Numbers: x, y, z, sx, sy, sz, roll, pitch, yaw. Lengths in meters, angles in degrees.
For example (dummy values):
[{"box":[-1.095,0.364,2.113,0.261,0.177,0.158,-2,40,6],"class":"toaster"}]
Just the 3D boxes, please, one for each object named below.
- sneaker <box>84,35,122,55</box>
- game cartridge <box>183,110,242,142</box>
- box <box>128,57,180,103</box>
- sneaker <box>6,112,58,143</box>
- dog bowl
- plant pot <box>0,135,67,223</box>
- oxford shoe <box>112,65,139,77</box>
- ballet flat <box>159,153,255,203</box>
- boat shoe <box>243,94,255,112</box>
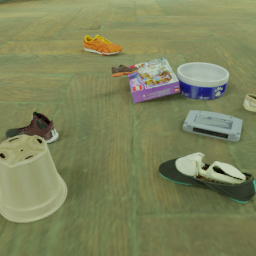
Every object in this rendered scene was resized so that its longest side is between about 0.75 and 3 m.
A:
[{"box":[-1.384,-4.388,14.751,2.317,0.894,0.845,15,35,19],"class":"sneaker"},{"box":[2.672,-0.118,8.799,1.680,0.349,1.118,13,31,20],"class":"game cartridge"},{"box":[0.905,-1.966,11.101,1.739,0.497,2.542,-13,34,3],"class":"box"},{"box":[-2.853,-0.085,8.184,1.575,0.910,0.596,2,33,3],"class":"sneaker"},{"box":[2.884,-1.877,11.026,1.963,0.773,1.963,0,33,0],"class":"dog bowl"},{"box":[-2.190,0.989,6.108,1.544,1.413,1.544,0,34,0],"class":"plant pot"},{"box":[-0.088,-2.248,10.718,1.168,0.424,0.416,-16,8,-30],"class":"oxford shoe"},{"box":[1.844,1.016,6.636,2.287,0.782,0.778,14,37,21],"class":"ballet flat"},{"box":[4.873,-0.782,9.562,1.712,0.556,0.618,16,37,23],"class":"boat shoe"}]
